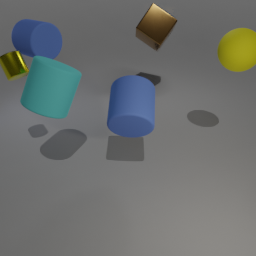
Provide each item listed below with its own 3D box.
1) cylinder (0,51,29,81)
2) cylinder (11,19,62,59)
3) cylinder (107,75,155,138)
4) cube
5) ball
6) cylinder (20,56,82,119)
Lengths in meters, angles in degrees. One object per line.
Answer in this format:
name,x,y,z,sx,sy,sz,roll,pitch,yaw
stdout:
cylinder,-3.476,-1.892,8.555,0.700,0.700,0.700,-23,8,3
cylinder,-3.516,-3.411,10.833,1.400,1.400,1.400,23,38,35
cylinder,0.116,-0.629,8.519,1.400,1.400,1.400,2,61,4
cube,1.315,-4.767,13.435,1.400,1.400,1.400,35,2,-1
ball,3.695,-2.575,9.280,1.400,1.400,1.400,0,32,0
cylinder,-2.231,-1.181,8.144,1.400,1.400,1.400,21,14,-6
